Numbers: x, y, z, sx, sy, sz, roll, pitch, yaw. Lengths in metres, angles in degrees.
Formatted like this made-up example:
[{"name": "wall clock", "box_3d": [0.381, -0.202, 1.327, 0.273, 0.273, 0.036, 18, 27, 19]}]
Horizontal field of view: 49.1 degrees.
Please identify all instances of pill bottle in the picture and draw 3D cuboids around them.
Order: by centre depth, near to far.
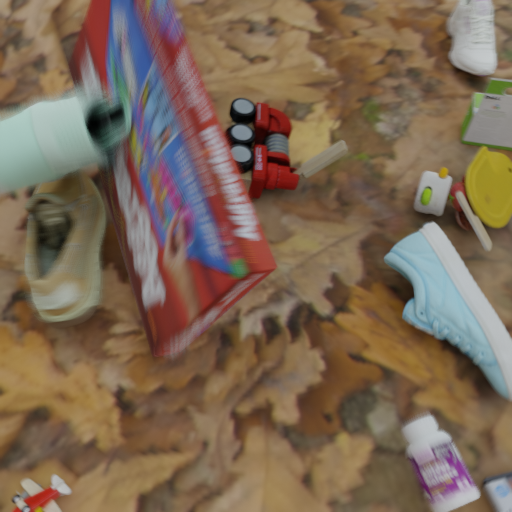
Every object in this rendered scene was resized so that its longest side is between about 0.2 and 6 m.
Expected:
[{"name": "pill bottle", "box_3d": [2.008, 2.313, 6.233, 0.527, 0.527, 0.939, -17, 60, -11]}]

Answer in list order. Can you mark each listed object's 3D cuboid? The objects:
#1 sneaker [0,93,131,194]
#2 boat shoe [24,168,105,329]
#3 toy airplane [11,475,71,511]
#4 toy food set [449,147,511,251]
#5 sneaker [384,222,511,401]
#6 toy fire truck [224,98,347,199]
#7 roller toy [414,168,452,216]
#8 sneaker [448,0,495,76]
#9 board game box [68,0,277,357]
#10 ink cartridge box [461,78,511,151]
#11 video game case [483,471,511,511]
[{"name": "sneaker", "box_3d": [-2.378, -1.637, 7.619, 1.765, 1.101, 2.992, -14, 21, 7]}, {"name": "boat shoe", "box_3d": [-2.769, -0.496, 7.916, 1.089, 1.157, 3.038, -19, 49, -4]}, {"name": "toy airplane", "box_3d": [-2.459, 2.861, 6.440, 0.656, 0.465, 0.659, 6, 21, -8]}, {"name": "toy food set", "box_3d": [3.386, -0.915, 8.632, 1.074, 0.596, 1.825, 52, 54, -12]}, {"name": "sneaker", "box_3d": [2.597, 0.852, 7.546, 1.056, 0.953, 2.578, -30, 62, 13]}, {"name": "toy fire truck", "box_3d": [0.412, -1.731, 9.028, 1.812, 1.166, 1.595, 8, 56, -8]}, {"name": "roller toy", "box_3d": [2.763, -0.966, 8.693, 0.488, 0.637, 0.699, 16, 67, 17]}, {"name": "sneaker", "box_3d": [4.107, -4.263, 10.629, 0.740, 0.984, 1.976, -1, 59, -2]}, {"name": "board game box", "box_3d": [-1.401, -1.435, 7.327, 0.480, 2.542, 4.937, -7, 66, -36]}, {"name": "ink cartridge box", "box_3d": [4.110, -2.438, 9.185, 1.058, 1.431, 0.542, 10, 58, 6]}, {"name": "video game case", "box_3d": [3.547, 2.915, 6.109, 1.562, 0.199, 1.411, -14, 38, 0]}]
